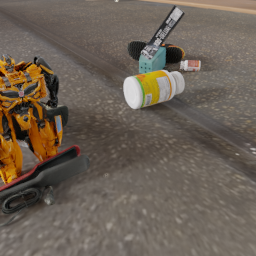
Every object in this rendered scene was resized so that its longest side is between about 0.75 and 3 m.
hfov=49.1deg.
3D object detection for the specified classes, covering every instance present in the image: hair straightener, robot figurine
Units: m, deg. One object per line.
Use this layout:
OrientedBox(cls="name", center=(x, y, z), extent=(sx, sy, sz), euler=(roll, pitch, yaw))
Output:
OrientedBox(cls="hair straightener", center=(-2.062, 1.285, 6.179), extent=(2.841, 0.581, 1.093), euler=(-23, 38, -32))
OrientedBox(cls="robot figurine", center=(-2.364, -0.159, 6.249), extent=(2.138, 2.949, 0.858), euler=(-25, 44, -33))

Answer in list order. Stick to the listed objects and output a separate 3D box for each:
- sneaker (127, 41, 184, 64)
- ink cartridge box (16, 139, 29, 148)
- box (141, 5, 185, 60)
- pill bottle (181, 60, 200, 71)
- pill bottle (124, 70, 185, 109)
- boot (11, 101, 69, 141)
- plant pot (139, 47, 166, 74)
OrientedBox(cls="sneaker", center=(1.412, -3.792, 14.108), extent=(2.890, 1.011, 1.300), euler=(12, 21, 17))
OrientedBox(cls="ink cartridge box", center=(-3.552, 0.048, 7.633), extent=(1.244, 0.384, 1.533), euler=(28, 7, 36))
OrientedBox(cls="box", center=(0.977, -2.724, 8.190), extent=(0.379, 1.522, 1.201), euler=(36, 11, -6))
OrientedBox(cls="pill bottle", center=(2.885, -2.886, 12.954), extent=(0.858, 0.481, 0.481), euler=(4, 32, 5))
OrientedBox(cls="pill bottle", center=(0.969, -1.442, 10.022), extent=(2.028, 1.126, 1.126), euler=(-16, 36, -25))
OrientedBox(cls="boot", center=(-3.185, -0.362, 8.058), extent=(1.995, 0.954, 2.642), euler=(12, 12, 18))
OrientedBox(cls="plant pot", center=(1.048, -3.012, 12.803), extent=(0.955, 0.955, 1.351), euler=(14, 42, 21))
